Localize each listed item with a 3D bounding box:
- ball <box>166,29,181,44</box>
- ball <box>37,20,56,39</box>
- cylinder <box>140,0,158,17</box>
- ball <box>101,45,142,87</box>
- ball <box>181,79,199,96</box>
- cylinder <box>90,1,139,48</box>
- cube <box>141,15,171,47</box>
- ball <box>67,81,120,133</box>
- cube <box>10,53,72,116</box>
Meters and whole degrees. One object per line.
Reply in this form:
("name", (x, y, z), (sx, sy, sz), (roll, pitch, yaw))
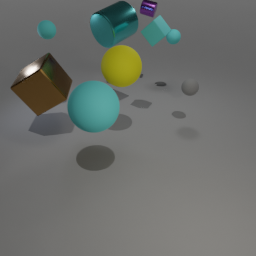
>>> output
("ball", (2.201, -4.416, 13.570), (0.700, 0.700, 0.700), (0, 30, 0))
("ball", (-3.118, -3.767, 10.754), (0.700, 0.700, 0.700), (0, 30, 0))
("cylinder", (1.014, -5.873, 13.733), (0.700, 0.700, 0.700), (20, 33, 6))
("ball", (-0.224, -2.105, 9.586), (1.400, 1.400, 1.400), (0, 30, 0))
("ball", (2.528, -1.661, 11.408), (0.700, 0.700, 0.700), (0, 30, 0))
("cylinder", (-0.542, -4.108, 11.114), (1.400, 1.400, 1.400), (26, 53, 37))
("cube", (1.039, -3.582, 10.347), (0.700, 0.700, 0.700), (-30, 16, 43))
("ball", (-0.928, -0.573, 7.583), (1.400, 1.400, 1.400), (0, 30, 0))
("cube", (-3.071, -1.587, 10.170), (1.400, 1.400, 1.400), (-26, 34, 18))
